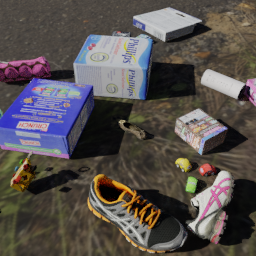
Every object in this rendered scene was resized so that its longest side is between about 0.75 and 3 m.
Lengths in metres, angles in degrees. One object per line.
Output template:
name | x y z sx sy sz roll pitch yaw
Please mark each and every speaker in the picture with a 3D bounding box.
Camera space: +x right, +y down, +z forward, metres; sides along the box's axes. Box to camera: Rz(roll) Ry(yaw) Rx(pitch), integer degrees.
speaker | 3.719 -1.713 10.938 1.630 0.662 0.662 31 50 31

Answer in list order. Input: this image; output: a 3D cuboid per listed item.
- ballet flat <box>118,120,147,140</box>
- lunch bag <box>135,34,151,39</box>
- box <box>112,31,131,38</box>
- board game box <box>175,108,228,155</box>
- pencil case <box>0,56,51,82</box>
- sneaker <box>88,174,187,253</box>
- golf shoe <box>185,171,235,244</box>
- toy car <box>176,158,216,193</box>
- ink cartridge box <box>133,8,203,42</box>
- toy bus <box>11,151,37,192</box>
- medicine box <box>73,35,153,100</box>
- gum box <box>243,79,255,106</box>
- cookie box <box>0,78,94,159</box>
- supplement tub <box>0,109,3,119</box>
ballet flat | 0.131 0.002 9.292 1.202 0.279 0.405 33 51 31
lunch bag | 0.743 -4.478 14.306 0.812 0.335 0.653 -32 54 -30
box | -0.358 -4.393 14.043 0.937 0.536 1.029 5 42 4
board game box | 2.302 0.080 8.950 1.009 0.613 1.266 -24 47 -24
pencil case | -4.300 -2.452 11.524 2.116 0.991 0.960 -10 43 -12
sneaker | 0.120 1.957 6.546 2.626 1.014 1.028 20 45 20
golf shoe | 2.066 1.764 6.916 0.919 0.725 1.997 19 47 19
toy car | 1.848 1.312 7.827 1.185 0.264 1.115 12 43 14
ink cartridge box | 2.192 -5.846 15.649 2.791 0.604 2.740 -24 47 -28
toy bus | -2.699 1.224 7.469 0.493 0.954 0.900 36 43 -24
medicine box | -0.460 -2.502 11.249 2.758 1.420 2.512 5 42 6
gum box | 5.500 -1.370 10.543 1.995 0.660 1.132 -9 42 -10
cookie box | -2.573 -0.414 9.194 2.311 1.015 2.702 8 42 9
supplement tub | -4.781 -0.247 9.214 0.763 0.763 1.157 13 44 15
